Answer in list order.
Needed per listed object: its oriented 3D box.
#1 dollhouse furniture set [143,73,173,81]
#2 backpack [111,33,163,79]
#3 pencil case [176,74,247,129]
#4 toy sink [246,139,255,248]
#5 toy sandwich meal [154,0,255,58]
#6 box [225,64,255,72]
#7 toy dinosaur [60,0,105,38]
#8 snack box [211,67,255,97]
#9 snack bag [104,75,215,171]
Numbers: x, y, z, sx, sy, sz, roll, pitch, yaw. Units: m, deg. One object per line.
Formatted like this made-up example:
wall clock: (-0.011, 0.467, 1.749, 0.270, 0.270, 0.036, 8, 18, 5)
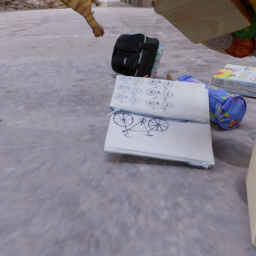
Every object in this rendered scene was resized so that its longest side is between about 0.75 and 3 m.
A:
dollhouse furniture set: (0.589, -1.211, 8.568, 1.510, 0.778, 1.494, -26, 5, 5)
backpack: (0.277, -2.823, 11.155, 1.553, 1.831, 2.062, 5, 13, -43)
pencil case: (2.221, -0.867, 8.189, 1.056, 0.949, 2.432, 28, 8, -38)
toy sink: (2.540, 1.019, 4.530, 0.936, 1.089, 1.671, 8, 28, 15)
toy sandwich meal: (1.683, -1.942, 4.939, 2.538, 2.538, 0.869, 19, 71, 32)
box: (4.810, -2.134, 11.227, 1.887, 0.464, 0.776, 15, 31, 27)
toy dinosaur: (-1.661, -3.690, 7.611, 2.954, 1.569, 0.892, 30, -22, -23)
snack box: (4.323, -1.651, 10.176, 2.172, 0.575, 1.544, 16, 32, 28)
snack bag: (0.751, -0.303, 6.766, 2.522, 0.286, 2.675, 8, 48, 3)
